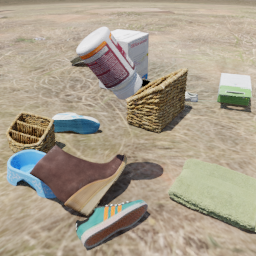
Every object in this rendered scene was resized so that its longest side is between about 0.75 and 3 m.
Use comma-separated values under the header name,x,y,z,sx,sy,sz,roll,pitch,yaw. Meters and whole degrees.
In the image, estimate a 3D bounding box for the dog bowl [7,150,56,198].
name,x,y,z,sx,sy,sz,roll,pitch,yaw
dog bowl,-2.827,1.379,8.993,2.418,0.599,1.348,15,34,22

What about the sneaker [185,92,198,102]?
name,x,y,z,sx,sy,sz,roll,pitch,yaw
sneaker,2.899,-1.623,14.082,1.264,0.447,0.462,8,32,13

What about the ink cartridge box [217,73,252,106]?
name,x,y,z,sx,sy,sz,roll,pitch,yaw
ink cartridge box,5.312,-1.830,14.031,1.479,0.845,2.849,10,33,15

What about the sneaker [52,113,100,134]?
name,x,y,z,sx,sy,sz,roll,pitch,yaw
sneaker,-2.151,-0.274,11.548,2.072,0.793,0.837,5,31,5

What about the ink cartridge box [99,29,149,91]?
name,x,y,z,sx,sy,sz,roll,pitch,yaw
ink cartridge box,-0.253,-3.615,15.055,2.046,2.829,2.083,19,36,28

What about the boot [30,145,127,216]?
name,x,y,z,sx,sy,sz,roll,pitch,yaw
boot,-1.340,1.126,8.389,2.092,0.910,2.516,38,47,3

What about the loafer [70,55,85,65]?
name,x,y,z,sx,sy,sz,roll,pitch,yaw
loafer,-2.461,-4.632,18.596,2.872,0.981,1.087,-15,21,6

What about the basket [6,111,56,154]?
name,x,y,z,sx,sy,sz,roll,pitch,yaw
basket,-3.599,0.248,10.188,1.659,1.236,1.184,15,31,22

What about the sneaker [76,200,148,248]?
name,x,y,z,sx,sy,sz,roll,pitch,yaw
sneaker,-0.435,2.289,7.369,1.988,0.709,0.794,-20,41,-27

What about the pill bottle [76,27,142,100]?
name,x,y,z,sx,sy,sz,roll,pitch,yaw
pill bottle,-0.418,-1.584,7.110,0.965,1.691,0.965,-27,34,21

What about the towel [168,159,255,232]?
name,x,y,z,sx,sy,sz,roll,pitch,yaw
towel,2.707,1.879,8.275,2.680,0.489,1.989,17,36,24

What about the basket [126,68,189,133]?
name,x,y,z,sx,sy,sz,roll,pitch,yaw
basket,1.172,-1.499,12.267,2.040,2.129,2.858,19,37,28

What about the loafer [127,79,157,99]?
name,x,y,z,sx,sy,sz,roll,pitch,yaw
loafer,1.077,-2.039,14.246,1.108,0.982,2.913,22,37,31
